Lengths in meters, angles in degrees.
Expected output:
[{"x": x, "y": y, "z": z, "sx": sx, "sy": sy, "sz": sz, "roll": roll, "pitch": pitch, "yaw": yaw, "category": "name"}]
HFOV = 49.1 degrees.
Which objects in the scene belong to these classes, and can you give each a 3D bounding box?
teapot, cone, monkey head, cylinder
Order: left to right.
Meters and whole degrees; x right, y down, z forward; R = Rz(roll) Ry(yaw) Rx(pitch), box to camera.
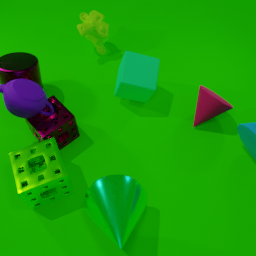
[{"x": -3.472, "y": -1.587, "z": 9.061, "sx": 1.293, "sy": 1.293, "sz": 1.293, "roll": 3, "pitch": 41, "yaw": -2, "category": "cylinder"}, {"x": -2.876, "y": -0.757, "z": 7.568, "sx": 1.833, "sy": 0.897, "sz": 1.140, "roll": 21, "pitch": 36, "yaw": -22, "category": "teapot"}, {"x": -1.344, "y": -3.575, "z": 10.291, "sx": 1.269, "sy": 1.063, "sz": 1.763, "roll": -29, "pitch": 92, "yaw": -26, "category": "monkey head"}, {"x": -0.217, "y": 2.067, "z": 6.102, "sx": 1.548, "sy": 1.548, "sz": 1.554, "roll": -6, "pitch": 20, "yaw": -4, "category": "cone"}, {"x": 2.376, "y": -0.493, "z": 8.674, "sx": 1.198, "sy": 1.202, "sz": 1.198, "roll": 28, "pitch": 21, "yaw": -12, "category": "cone"}, {"x": 4.142, "y": 0.140, "z": 7.572, "sx": 1.588, "sy": 1.582, "sz": 1.582, "roll": -33, "pitch": 60, "yaw": 2, "category": "cone"}]

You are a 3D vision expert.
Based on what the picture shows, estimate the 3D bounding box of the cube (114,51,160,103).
[{"x": 0.271, "y": -1.611, "z": 9.038, "sx": 1.123, "sy": 1.123, "sz": 1.123, "roll": 12, "pitch": 72, "yaw": -9, "category": "cube"}]

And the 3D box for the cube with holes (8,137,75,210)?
[{"x": -2.249, "y": 1.217, "z": 7.425, "sx": 1.198, "sy": 1.198, "sz": 1.198, "roll": -20, "pitch": 59, "yaw": -13, "category": "cube with holes"}]

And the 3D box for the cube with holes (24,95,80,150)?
[{"x": -2.252, "y": -0.070, "z": 8.358, "sx": 1.071, "sy": 1.071, "sz": 1.071, "roll": -37, "pitch": 64, "yaw": -22, "category": "cube with holes"}]
